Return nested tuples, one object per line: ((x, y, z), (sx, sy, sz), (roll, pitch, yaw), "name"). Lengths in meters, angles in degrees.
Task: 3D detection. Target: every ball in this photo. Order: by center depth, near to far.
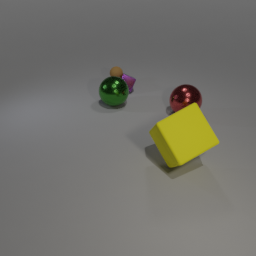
((2.492, -1.188, 12.113), (1.400, 1.400, 1.400), (0, 30, 0), "ball")
((-0.657, -1.699, 12.988), (1.400, 1.400, 1.400), (0, 30, 0), "ball")
((-0.626, -2.935, 14.959), (0.700, 0.700, 0.700), (0, 30, 0), "ball")

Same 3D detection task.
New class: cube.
((1.682, 0.277, 8.752), (1.400, 1.400, 1.400), (-28, -8, -10), "cube")
((-0.067, -2.371, 14.531), (0.700, 0.700, 0.700), (21, 14, -12), "cube")
